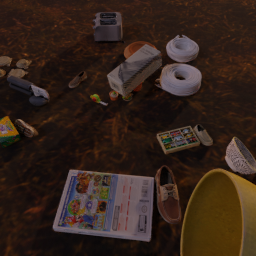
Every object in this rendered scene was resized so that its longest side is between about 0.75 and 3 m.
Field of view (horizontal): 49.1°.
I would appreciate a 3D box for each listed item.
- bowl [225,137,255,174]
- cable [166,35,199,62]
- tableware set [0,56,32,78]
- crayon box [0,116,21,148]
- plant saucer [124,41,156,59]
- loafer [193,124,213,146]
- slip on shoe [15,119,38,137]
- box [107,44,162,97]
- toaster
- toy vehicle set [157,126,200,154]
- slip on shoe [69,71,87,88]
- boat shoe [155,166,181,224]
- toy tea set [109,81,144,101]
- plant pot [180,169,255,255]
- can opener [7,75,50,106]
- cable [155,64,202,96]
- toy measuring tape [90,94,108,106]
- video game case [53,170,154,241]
[{"bbox_3d":[3.751,1.061,9.487,0.661,1.408,1.408,-39,44,25],"label":"bowl"},{"bbox_3d":[2.754,-3.990,14.265,1.631,0.565,1.631,-33,57,-26],"label":"cable"},{"bbox_3d":[-5.667,-2.879,13.496,1.939,0.225,1.620,6,50,5],"label":"tableware set"},{"bbox_3d":[-4.677,0.135,10.686,0.707,0.347,1.191,-29,54,-23],"label":"crayon box"},{"bbox_3d":[0.672,-3.952,14.388,1.747,0.327,1.747,0,48,-1],"label":"plant saucer"},{"bbox_3d":[2.829,0.252,10.585,0.384,0.347,1.015,-22,52,-19],"label":"loafer"},{"bbox_3d":[-3.929,0.016,10.818,1.177,0.448,0.357,24,11,31],"label":"slip on shoe"},{"bbox_3d":[0.319,-2.455,11.855,0.969,0.806,2.357,36,69,29],"label":"box"},{"bbox_3d":[-1.028,-5.456,15.261,1.744,1.035,1.577,-2,49,-2],"label":"toaster"},{"bbox_3d":[1.885,0.440,10.527,1.395,0.185,0.867,-14,49,-12],"label":"toy vehicle set"},{"bbox_3d":[-2.310,-2.231,12.831,0.412,0.328,1.083,31,55,25],"label":"slip on shoe"},{"bbox_3d":[1.227,2.026,8.761,0.720,0.682,1.901,-7,48,-6],"label":"boat shoe"},{"bbox_3d":[-0.088,-1.774,12.219,1.004,0.625,1.688,25,53,21],"label":"toy tea set"},{"bbox_3d":[2.779,2.661,6.517,2.107,2.968,2.968,16,48,-6],"label":"plant pot"},{"bbox_3d":[-4.376,-1.590,12.071,2.302,0.614,0.770,22,51,20],"label":"can opener"},{"bbox_3d":[2.370,-2.219,12.603,1.860,0.644,1.860,34,56,27],"label":"cable"},{"bbox_3d":[-1.246,-1.227,11.951,0.872,0.321,0.321,24,52,20],"label":"toy measuring tape"},{"bbox_3d":[-0.661,2.339,8.772,2.869,0.258,2.054,5,49,4],"label":"video game case"}]
